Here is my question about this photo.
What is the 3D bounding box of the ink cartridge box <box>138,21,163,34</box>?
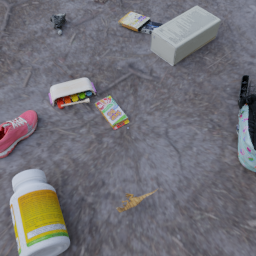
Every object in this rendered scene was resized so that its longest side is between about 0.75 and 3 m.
[{"bbox_3d":[1.156,-4.833,13.531,1.386,0.272,0.689,15,58,11],"label":"ink cartridge box"}]

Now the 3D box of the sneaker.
[{"bbox_3d":[-3.985,0.062,9.823,0.795,0.936,2.157,26,59,16],"label":"sneaker"}]

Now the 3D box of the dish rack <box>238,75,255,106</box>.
[{"bbox_3d":[5.291,-1.241,10.964,1.905,0.520,1.461,16,58,10],"label":"dish rack"}]

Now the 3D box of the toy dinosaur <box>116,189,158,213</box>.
[{"bbox_3d":[0.268,2.187,8.460,1.352,0.408,0.718,-28,17,-14],"label":"toy dinosaur"}]

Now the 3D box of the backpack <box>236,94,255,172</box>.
[{"bbox_3d":[4.626,0.241,9.308,2.090,1.585,2.505,11,55,12],"label":"backpack"}]

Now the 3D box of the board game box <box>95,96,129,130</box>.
[{"bbox_3d":[-0.607,-0.601,10.733,0.686,0.215,1.435,-29,63,-17],"label":"board game box"}]

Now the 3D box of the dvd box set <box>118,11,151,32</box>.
[{"bbox_3d":[0.304,-5.195,13.627,1.326,0.195,0.971,32,67,32],"label":"dvd box set"}]

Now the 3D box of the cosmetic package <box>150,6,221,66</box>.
[{"bbox_3d":[2.580,-4.205,12.622,2.924,1.069,1.514,-35,63,-20],"label":"cosmetic package"}]

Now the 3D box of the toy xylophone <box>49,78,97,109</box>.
[{"bbox_3d":[-2.187,-1.324,11.032,1.899,0.477,1.390,-9,57,-6],"label":"toy xylophone"}]

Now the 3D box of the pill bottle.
[{"bbox_3d":[-2.595,2.424,7.995,1.312,1.312,2.363,-19,58,-12],"label":"pill bottle"}]

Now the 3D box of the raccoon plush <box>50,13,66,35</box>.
[{"bbox_3d":[-3.245,-5.059,13.666,0.808,0.584,1.206,-21,85,-28],"label":"raccoon plush"}]
